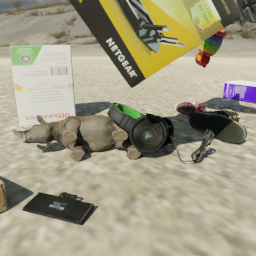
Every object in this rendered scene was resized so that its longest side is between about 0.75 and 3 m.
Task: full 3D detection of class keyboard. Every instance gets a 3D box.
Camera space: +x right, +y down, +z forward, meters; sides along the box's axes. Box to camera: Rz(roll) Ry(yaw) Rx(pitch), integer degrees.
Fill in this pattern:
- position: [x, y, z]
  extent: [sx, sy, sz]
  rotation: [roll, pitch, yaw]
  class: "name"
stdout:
- position: [-1.048, 1.214, 4.366]
  extent: [1.039, 0.133, 0.624]
  rotation: [7, 25, 19]
  class: "keyboard"

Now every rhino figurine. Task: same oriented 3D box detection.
- position: [-1.171, 0.150, 6.467]
  extent: [2.871, 0.858, 1.255]
  rotation: [1, 22, -6]
  class: "rhino figurine"

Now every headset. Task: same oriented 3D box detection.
- position: [0.661, -0.034, 6.333]
  extent: [2.373, 1.115, 1.465]
  rotation: [34, 13, 18]
  class: "headset"

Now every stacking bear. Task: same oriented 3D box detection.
- position: [2.592, -2.614, 9.069]
  extent: [0.727, 1.279, 0.777]
  rotation: [-10, 43, -40]
  class: "stacking bear"

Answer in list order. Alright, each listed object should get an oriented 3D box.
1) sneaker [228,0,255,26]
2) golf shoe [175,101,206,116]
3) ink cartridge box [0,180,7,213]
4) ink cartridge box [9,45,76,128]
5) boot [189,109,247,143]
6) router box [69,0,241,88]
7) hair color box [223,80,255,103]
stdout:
- position: [2.783, -3.234, 6.525]
  extent: [2.775, 1.041, 1.603]
  rotation: [5, 61, 43]
  class: "sneaker"
- position: [2.121, -0.709, 9.970]
  extent: [1.369, 0.497, 0.631]
  rotation: [-2, 11, -36]
  class: "golf shoe"
- position: [-2.704, 1.096, 4.044]
  extent: [1.151, 0.525, 1.397]
  rotation: [11, 21, 35]
  class: "ink cartridge box"
- position: [-2.603, -1.322, 8.718]
  extent: [1.724, 2.373, 1.038]
  rotation: [-7, 15, -18]
  class: "ink cartridge box"
- position: [2.806, -0.146, 7.832]
  extent: [1.386, 0.662, 1.835]
  rotation: [-8, 19, -31]
  class: "boot"
- position: [0.165, -2.162, 4.147]
  extent: [1.961, 2.494, 0.651]
  rotation: [-32, 20, 17]
  class: "router box"
- position: [5.536, -1.554, 12.156]
  extent: [1.305, 0.774, 2.388]
  rotation: [-12, 19, -35]
  class: "hair color box"
